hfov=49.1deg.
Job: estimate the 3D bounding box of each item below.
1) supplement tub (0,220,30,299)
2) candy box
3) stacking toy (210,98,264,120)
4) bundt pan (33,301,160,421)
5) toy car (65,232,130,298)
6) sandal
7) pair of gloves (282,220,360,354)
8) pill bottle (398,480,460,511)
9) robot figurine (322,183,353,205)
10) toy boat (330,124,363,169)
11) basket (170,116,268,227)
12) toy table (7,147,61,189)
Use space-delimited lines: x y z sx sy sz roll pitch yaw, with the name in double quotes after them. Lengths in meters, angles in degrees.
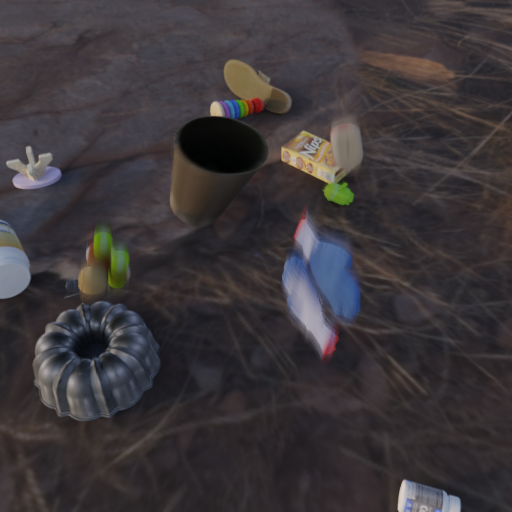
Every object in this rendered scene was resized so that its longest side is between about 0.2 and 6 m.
-4.824 0.053 10.427 0.978 0.978 1.355 -25 50 -22 "supplement tub"
1.453 -2.303 13.104 1.524 0.421 0.880 31 55 26 "candy box"
-0.447 -3.816 14.543 1.419 0.606 0.606 -21 49 -27 "stacking toy"
-2.640 1.564 9.110 2.082 0.781 2.082 0 47 0 "bundt pan"
-2.277 0.247 7.739 0.708 0.737 0.897 45 58 10 "toy car"
0.134 -4.513 15.225 2.298 0.843 0.756 39 25 23 "sandal"
0.908 0.431 8.144 0.226 1.986 1.597 -16 59 -24 "pair of gloves"
2.343 3.362 7.600 0.750 0.427 0.427 12 47 12 "pill bottle"
1.769 -1.341 12.116 0.659 0.578 0.381 21 65 -12 "robot figurine"
1.769 -2.193 11.100 0.587 0.899 0.587 -11 25 4 "toy boat"
-0.948 -1.556 11.012 1.811 2.009 1.366 -7 64 -26 "basket"
-5.023 -1.968 12.660 1.043 0.611 0.959 -22 50 -19 "toy table"
